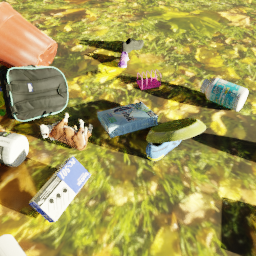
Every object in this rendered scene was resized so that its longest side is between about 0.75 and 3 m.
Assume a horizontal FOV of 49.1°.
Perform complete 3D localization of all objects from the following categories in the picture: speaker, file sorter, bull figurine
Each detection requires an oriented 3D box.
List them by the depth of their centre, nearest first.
[{"bbox_3d":[-2.845,3.614,7.164,1.844,0.749,0.749,33,53,30],"label":"speaker"},{"bbox_3d":[-2.348,0.105,10.713,2.014,0.656,1.223,24,86,12],"label":"bull figurine"},{"bbox_3d":[1.008,-2.368,13.447,1.022,0.641,0.710,-13,45,-13],"label":"file sorter"}]

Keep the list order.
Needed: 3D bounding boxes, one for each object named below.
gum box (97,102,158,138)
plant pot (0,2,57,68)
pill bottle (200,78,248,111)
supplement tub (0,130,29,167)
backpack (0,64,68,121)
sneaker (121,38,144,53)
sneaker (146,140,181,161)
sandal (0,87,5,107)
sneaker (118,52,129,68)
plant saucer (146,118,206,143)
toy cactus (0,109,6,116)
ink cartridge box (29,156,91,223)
[{"bbox_3d":[-0.055,-0.392,11.217,1.978,0.441,1.681,-14,28,-15],"label":"gum box"},{"bbox_3d":[-5.091,-3.862,13.276,2.770,2.848,2.848,31,47,-6],"label":"plant pot"},{"bbox_3d":[4.166,-1.542,12.307,1.885,1.044,1.044,28,50,27],"label":"pill bottle"},{"bbox_3d":[-4.648,0.634,9.964,1.879,1.151,1.151,12,45,11],"label":"supplement tub"},{"bbox_3d":[-3.788,-1.487,11.434,2.465,2.167,1.890,-15,15,-32],"label":"backpack"},{"bbox_3d":[0.284,-4.800,15.920,1.588,0.721,0.603,-31,50,-29],"label":"sneaker"},{"bbox_3d":[1.468,0.353,10.501,0.705,0.839,2.140,30,50,30],"label":"sneaker"},{"bbox_3d":[-5.633,-1.510,12.505,2.213,0.879,0.963,-17,34,-23],"label":"sandal"},{"bbox_3d":[-0.257,-3.644,14.854,0.485,0.533,1.206,8,46,6],"label":"sneaker"},{"bbox_3d":[1.718,0.028,10.313,2.220,0.345,2.220,-13,12,3],"label":"plant saucer"},{"bbox_3d":[-6.152,-0.339,11.196,1.836,1.138,2.225,25,58,37],"label":"toy cactus"},{"bbox_3d":[-2.070,1.876,8.740,0.906,0.426,1.928,49,47,-13],"label":"ink cartridge box"}]
